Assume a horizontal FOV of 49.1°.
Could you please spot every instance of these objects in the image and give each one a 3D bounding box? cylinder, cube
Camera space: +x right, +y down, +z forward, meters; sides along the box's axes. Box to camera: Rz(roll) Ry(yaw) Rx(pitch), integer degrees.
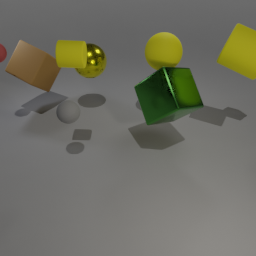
[{"bbox_3d":[3.927,-2.536,9.338,1.400,1.400,1.400,29,39,11],"label":"cylinder"},{"bbox_3d":[-1.485,-1.948,7.403,0.700,0.700,0.700,2,32,1],"label":"cylinder"},{"bbox_3d":[1.312,-1.024,9.070,1.400,1.400,1.400,-9,-13,-43],"label":"cube"},{"bbox_3d":[-3.847,-2.521,11.597,1.400,1.400,1.400,28,2,15],"label":"cube"}]

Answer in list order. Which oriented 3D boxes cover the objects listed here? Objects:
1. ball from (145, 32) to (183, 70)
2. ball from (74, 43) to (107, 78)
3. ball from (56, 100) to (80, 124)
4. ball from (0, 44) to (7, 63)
[{"bbox_3d":[1.323,-2.830,10.439,1.400,1.400,1.400,0,32,0],"label":"ball"},{"bbox_3d":[-1.565,-2.742,11.468,1.400,1.400,1.400,0,32,0],"label":"ball"},{"bbox_3d":[-1.776,-0.479,8.326,0.700,0.700,0.700,0,32,0],"label":"ball"},{"bbox_3d":[-4.517,-2.575,9.562,0.700,0.700,0.700,0,32,0],"label":"ball"}]
